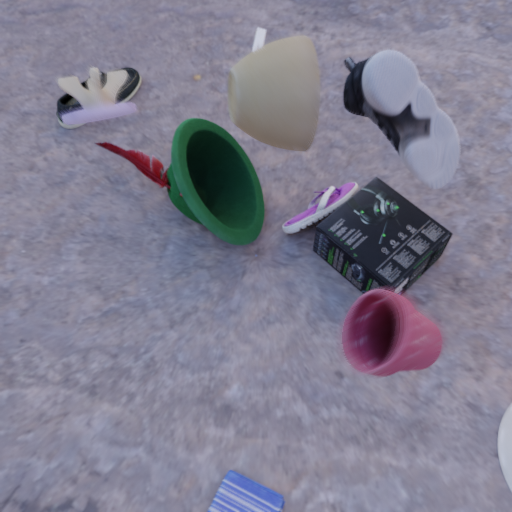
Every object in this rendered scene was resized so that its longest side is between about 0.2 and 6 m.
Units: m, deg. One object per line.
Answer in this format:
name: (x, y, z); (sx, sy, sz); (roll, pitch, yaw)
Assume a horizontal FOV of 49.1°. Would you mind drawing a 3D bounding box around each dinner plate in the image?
dinner plate: (5.371, 3.364, 9.251); (2.623, 0.318, 2.623); (0, 59, 1)

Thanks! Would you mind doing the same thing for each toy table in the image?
toy table: (-2.571, -2.558, 8.988); (1.156, 1.063, 0.677); (-16, 100, -28)

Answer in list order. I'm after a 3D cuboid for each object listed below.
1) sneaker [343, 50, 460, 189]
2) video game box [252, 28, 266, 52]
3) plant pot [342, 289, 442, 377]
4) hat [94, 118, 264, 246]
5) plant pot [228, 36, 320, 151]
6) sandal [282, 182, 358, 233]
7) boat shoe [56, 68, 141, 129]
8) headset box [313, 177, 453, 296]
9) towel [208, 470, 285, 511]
sneaker: (2.443, -2.381, 9.673); (1.011, 2.680, 1.525); (-41, 29, 0)
video game box: (-0.018, -4.062, 11.625); (0.220, 0.855, 0.938); (12, 73, -1)
plant pot: (1.583, 0.918, 6.308); (0.837, 0.935, 0.935); (18, 54, -32)
hat: (-1.663, -1.180, 11.695); (2.749, 2.587, 3.123); (-25, 52, 32)
plant pot: (0.176, -2.353, 8.219); (1.100, 1.638, 1.638); (-4, 60, -11)
sandal: (1.318, -1.100, 11.520); (1.905, 0.775, 0.468); (-35, 108, -17)
boat shoe: (-3.721, -3.915, 13.187); (2.314, 0.767, 0.865); (-35, 66, -19)
headset box: (2.366, -0.305, 10.976); (1.802, 0.960, 2.069); (-40, 67, -20)
towel: (-0.301, 4.252, 8.791); (1.056, 0.174, 1.458); (23, 63, 14)
